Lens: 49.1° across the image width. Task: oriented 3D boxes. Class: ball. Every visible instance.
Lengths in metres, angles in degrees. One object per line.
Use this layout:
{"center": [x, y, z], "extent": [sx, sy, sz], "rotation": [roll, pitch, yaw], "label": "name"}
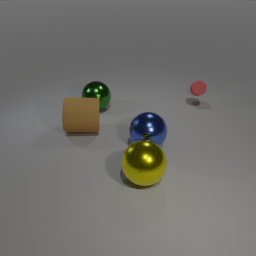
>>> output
{"center": [0.493, 1.060, 8.544], "extent": [1.400, 1.400, 1.400], "rotation": [0, 28, 0], "label": "ball"}
{"center": [0.738, 0.107, 10.267], "extent": [1.400, 1.400, 1.400], "rotation": [0, 28, 0], "label": "ball"}
{"center": [-1.505, -1.521, 13.289], "extent": [1.400, 1.400, 1.400], "rotation": [0, 28, 0], "label": "ball"}

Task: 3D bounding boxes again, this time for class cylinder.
{"center": [-1.870, -0.524, 11.364], "extent": [1.400, 1.400, 1.400], "rotation": [1, 28, -6], "label": "cylinder"}
{"center": [3.431, -1.930, 13.686], "extent": [0.700, 0.700, 0.700], "rotation": [3, 4, 5], "label": "cylinder"}
